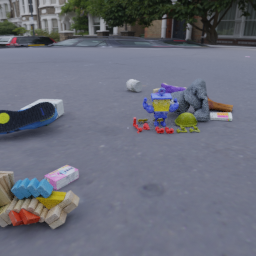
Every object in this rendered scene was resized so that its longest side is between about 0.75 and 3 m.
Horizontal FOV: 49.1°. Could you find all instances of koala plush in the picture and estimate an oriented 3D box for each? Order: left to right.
[{"bbox_3d":[2.532,-1.213,12.366,1.906,1.752,1.690,-7,18,17],"label":"koala plush"}]

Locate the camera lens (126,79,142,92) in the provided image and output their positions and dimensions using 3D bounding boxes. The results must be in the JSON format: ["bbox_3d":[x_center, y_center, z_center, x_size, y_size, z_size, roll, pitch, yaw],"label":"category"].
[{"bbox_3d":[0.358,-2.558,16.895,0.680,0.680,0.851,-17,26,-37],"label":"camera lens"}]

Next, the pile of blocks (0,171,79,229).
[{"bbox_3d":[-2.339,1.533,5.715,2.566,1.053,0.797,0,21,-1],"label":"pile of blocks"}]

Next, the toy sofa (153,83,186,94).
[{"bbox_3d":[2.168,-1.779,14.645,0.729,0.859,1.759,-18,28,-39],"label":"toy sofa"}]

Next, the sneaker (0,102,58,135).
[{"bbox_3d":[-4.008,-0.220,10.467,2.757,0.909,1.081,-15,-16,-17],"label":"sneaker"}]

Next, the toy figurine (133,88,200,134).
[{"bbox_3d":[1.520,-0.757,10.939,2.658,1.593,1.402,-1,21,0],"label":"toy figurine"}]

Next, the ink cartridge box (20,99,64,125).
[{"bbox_3d":[-3.641,-0.718,12.080,1.185,0.671,1.616,4,22,14],"label":"ink cartridge box"}]

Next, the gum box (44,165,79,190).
[{"bbox_3d":[-1.731,1.287,7.439,0.463,0.270,0.815,16,26,35],"label":"gum box"}]

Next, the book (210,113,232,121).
[{"bbox_3d":[4.047,-0.496,12.213,0.892,0.214,0.596,4,23,14],"label":"book"}]

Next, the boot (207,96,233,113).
[{"bbox_3d":[4.333,-1.211,13.632,1.523,0.521,1.433,8,22,17],"label":"boot"}]
